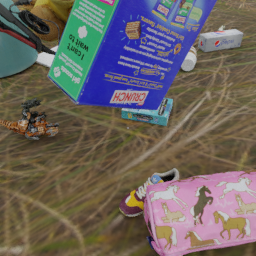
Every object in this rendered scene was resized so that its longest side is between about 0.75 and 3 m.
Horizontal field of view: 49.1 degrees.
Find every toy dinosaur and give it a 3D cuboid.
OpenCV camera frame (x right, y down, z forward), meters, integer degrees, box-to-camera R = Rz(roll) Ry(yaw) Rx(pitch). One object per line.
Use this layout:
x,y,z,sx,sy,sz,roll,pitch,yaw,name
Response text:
-2.667,-0.175,7.574,1.604,0.819,1.088,16,53,-14,toy dinosaur

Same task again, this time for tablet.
-2.886,-3.063,11.612,1.315,0.138,2.021,24,45,27,tablet

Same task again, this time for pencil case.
1.780,1.458,4.963,2.981,1.290,1.234,-8,6,-4,pencil case

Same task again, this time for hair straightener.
-1.905,-1.932,5.033,0.790,2.054,0.420,-43,50,17,hair straightener

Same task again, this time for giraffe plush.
-1.685,-3.095,7.132,2.154,2.292,2.656,-23,7,28,giraffe plush

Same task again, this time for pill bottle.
2.285,-2.640,10.678,0.632,0.632,1.105,7,39,8,pill bottle

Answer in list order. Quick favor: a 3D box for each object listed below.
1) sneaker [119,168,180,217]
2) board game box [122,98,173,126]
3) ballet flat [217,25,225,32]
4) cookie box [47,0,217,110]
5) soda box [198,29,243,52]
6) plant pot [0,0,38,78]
0.440,1.268,5.784,1.429,0.644,0.536,-23,44,-26,sneaker
0.590,-0.591,8.377,1.338,0.314,1.010,10,40,12,board game box
4.574,-4.853,13.759,0.265,0.251,0.787,20,43,23,ballet flat
0.178,-1.792,5.191,2.405,2.812,1.057,0,34,-50,cookie box
4.007,-3.800,12.140,1.845,0.630,0.585,-13,40,-15,soda box
-5.130,-3.574,10.352,2.983,2.394,2.983,-2,39,2,plant pot
